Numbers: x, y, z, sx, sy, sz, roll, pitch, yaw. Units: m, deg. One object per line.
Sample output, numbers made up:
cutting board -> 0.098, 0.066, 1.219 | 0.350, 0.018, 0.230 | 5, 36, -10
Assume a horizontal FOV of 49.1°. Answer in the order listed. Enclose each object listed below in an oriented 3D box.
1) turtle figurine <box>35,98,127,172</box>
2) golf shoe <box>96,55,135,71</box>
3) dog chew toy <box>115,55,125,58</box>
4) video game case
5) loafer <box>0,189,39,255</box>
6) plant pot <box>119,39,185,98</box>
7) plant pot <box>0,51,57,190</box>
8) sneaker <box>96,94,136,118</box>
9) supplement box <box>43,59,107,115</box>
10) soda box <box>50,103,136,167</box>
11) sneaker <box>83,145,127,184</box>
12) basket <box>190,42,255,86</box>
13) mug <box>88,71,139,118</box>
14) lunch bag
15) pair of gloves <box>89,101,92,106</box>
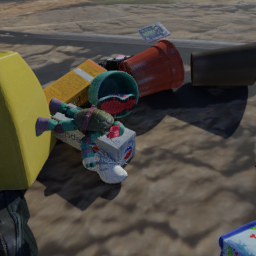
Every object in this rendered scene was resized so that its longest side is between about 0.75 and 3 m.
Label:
turtle figurine -> -0.750, 0.001, 5.439 | 1.851, 0.932, 1.385 | 17, 30, 6
golf shoe -> -0.289, -2.588, 11.873 | 2.768, 1.076, 1.308 | -7, 19, -30
dog chew toy -> -0.321, -3.043, 12.883 | 0.678, 0.678, 1.088 | 7, 29, 10
video game case -> 1.039, -3.823, 11.223 | 1.015, 0.119, 0.923 | -24, 54, -11
loafer -> -2.434, 2.172, 5.692 | 0.872, 0.878, 2.411 | -23, 32, -15
plant pot -> 0.803, -2.135, 10.713 | 1.917, 1.971, 1.971 | -25, 42, -18
plant pot -> -3.545, -0.405, 6.939 | 2.726, 2.807, 2.744 | -1, 21, 0
sneaker -> -0.485, -0.724, 8.715 | 0.800, 0.664, 1.675 | 13, 15, 35
supplement box -> -1.976, -1.251, 9.677 | 0.980, 0.948, 2.850 | 34, 51, 10
soda box -> -1.069, 0.183, 8.297 | 2.643, 0.838, 0.902 | 23, 42, 28
sneaker -> -0.655, 0.965, 7.415 | 1.465, 0.638, 0.546 | 23, 42, 26
basket -> 3.737, -2.442, 11.195 | 2.346, 1.596, 2.116 | -3, -9, 7
mug -> -0.682, -1.063, 9.315 | 1.823, 1.498, 1.127 | -33, 24, -19
lunch bag -> 2.961, 2.488, 4.677 | 2.257, 1.438, 1.919 | -20, 40, -10
pair of gloves -> -1.636, -1.375, 10.884 | 2.500, 0.309, 2.227 | 6, 35, 4
